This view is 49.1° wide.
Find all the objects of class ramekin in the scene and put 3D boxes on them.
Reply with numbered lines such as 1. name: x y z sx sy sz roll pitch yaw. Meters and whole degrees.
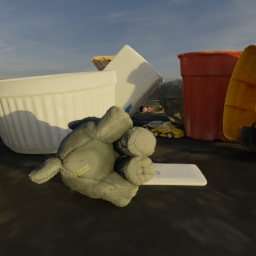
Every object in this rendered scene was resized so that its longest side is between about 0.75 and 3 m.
1. ramekin: -1.498 -0.424 5.954 2.647 1.389 2.647 -5 13 1

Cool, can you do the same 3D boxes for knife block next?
1. knife block: -0.591 -1.784 10.033 1.785 1.567 0.571 -14 52 -37

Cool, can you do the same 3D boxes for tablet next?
1. tablet: 0.359 0.629 3.953 1.323 0.090 0.861 0 8 3

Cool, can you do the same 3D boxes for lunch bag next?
1. lunch bag: 2.595 -0.929 9.331 2.400 1.721 2.926 5 4 29

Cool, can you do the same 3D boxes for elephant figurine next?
1. elephant figurine: -0.289 0.311 3.467 1.193 1.088 1.538 34 -3 -10

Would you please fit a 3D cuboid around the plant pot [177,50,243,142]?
1. plant pot: 2.228 -0.777 6.946 2.074 2.017 2.074 1 9 0

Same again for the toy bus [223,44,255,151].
1. toy bus: 3.670 -0.249 4.825 2.833 2.003 2.951 14 1 -36

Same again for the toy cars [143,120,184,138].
1. toy cars: 0.920 -0.028 7.626 0.767 0.379 1.712 -1 8 -11

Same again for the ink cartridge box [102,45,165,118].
1. ink cartridge box: -0.081 -1.126 8.485 1.238 2.144 2.937 44 12 1

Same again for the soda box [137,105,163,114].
1. soda box: 1.128 -0.951 14.192 1.302 0.412 0.461 2 8 12
